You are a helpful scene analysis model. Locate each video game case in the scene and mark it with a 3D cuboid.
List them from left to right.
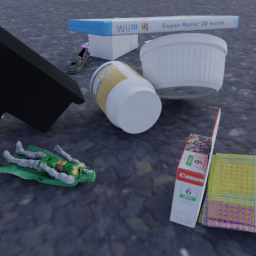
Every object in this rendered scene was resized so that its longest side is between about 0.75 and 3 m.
[{"bbox_3d":[0.365,-1.749,4.691,2.346,0.209,1.679,-12,25,-23],"label":"video game case"}]

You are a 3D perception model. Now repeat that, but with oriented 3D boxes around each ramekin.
[{"bbox_3d":[1.596,-1.654,8.195,2.505,1.315,2.505,0,-4,0],"label":"ramekin"}]

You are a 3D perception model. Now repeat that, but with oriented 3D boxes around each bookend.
[{"bbox_3d":[-3.135,-0.710,7.278,2.803,2.786,1.291,34,15,-34],"label":"bookend"}]

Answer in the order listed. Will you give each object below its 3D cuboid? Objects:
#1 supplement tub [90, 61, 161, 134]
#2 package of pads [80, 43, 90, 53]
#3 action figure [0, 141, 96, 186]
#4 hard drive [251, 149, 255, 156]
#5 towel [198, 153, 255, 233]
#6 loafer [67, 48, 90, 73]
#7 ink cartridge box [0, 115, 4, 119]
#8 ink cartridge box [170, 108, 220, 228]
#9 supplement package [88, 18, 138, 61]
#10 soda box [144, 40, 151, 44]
[{"bbox_3d":[-0.102,-0.869,7.701,1.443,1.443,1.995,-13,35,-20],"label":"supplement tub"},{"bbox_3d":[-1.905,-3.817,13.330,0.479,0.301,0.794,9,34,14],"label":"package of pads"},{"bbox_3d":[-1.626,0.796,6.011,2.043,0.559,1.207,13,32,13],"label":"action figure"},{"bbox_3d":[4.022,1.033,5.549,1.824,0.572,2.705,-10,34,-16],"label":"hard drive"},{"bbox_3d":[2.576,1.192,5.034,2.388,0.272,1.715,3,42,22],"label":"towel"},{"bbox_3d":[-2.067,-2.806,11.522,0.639,0.560,1.779,6,33,10],"label":"loafer"},{"bbox_3d":[-5.023,-0.929,8.540,2.629,0.630,1.913,-4,33,-6],"label":"ink cartridge box"},{"bbox_3d":[1.156,0.670,4.870,0.484,1.923,1.048,12,35,18],"label":"ink cartridge box"},{"bbox_3d":[-0.642,-4.146,12.897,1.311,1.327,2.189,19,37,26],"label":"supplement package"},{"bbox_3d":[1.414,-3.994,13.455,1.363,0.464,0.434,-24,40,-32],"label":"soda box"}]
